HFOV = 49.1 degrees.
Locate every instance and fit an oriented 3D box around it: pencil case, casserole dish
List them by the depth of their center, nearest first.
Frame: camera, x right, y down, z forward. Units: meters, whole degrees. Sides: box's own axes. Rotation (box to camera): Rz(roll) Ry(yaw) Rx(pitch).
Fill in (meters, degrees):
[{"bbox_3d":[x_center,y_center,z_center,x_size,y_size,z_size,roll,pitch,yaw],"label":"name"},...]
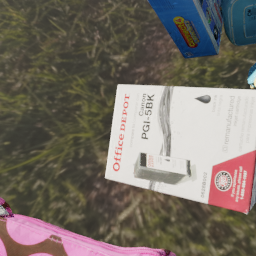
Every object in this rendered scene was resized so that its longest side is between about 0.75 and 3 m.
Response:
[{"bbox_3d":[-0.792,1.612,3.159,2.923,1.326,1.369,7,91,22],"label":"pencil case"},{"bbox_3d":[2.410,-2.173,5.404,1.088,1.797,0.349,-7,64,20],"label":"casserole dish"}]

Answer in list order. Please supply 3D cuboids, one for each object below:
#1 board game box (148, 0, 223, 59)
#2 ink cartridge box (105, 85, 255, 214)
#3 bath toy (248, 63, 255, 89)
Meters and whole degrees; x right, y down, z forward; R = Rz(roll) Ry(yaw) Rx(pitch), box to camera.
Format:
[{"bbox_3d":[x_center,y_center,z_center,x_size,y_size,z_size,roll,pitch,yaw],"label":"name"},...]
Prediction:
[{"bbox_3d":[1.147,-3.235,5.298,0.768,2.750,2.693,0,68,33],"label":"board game box"},{"bbox_3d":[0.808,0.203,4.139,2.102,0.871,1.543,7,89,30],"label":"ink cartridge box"},{"bbox_3d":[3.338,-0.590,4.954,2.333,0.862,1.015,22,56,-11],"label":"bath toy"}]
